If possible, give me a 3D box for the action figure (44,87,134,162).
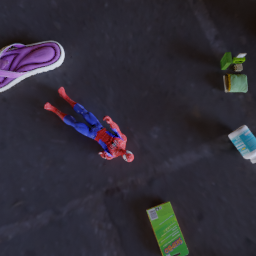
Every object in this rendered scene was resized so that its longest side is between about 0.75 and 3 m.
[{"bbox_3d":[-0.901,-0.045,6.798,2.602,1.288,0.849,37,81,5],"label":"action figure"}]

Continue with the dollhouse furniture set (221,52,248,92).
[{"bbox_3d":[2.893,-1.472,7.445,0.642,0.491,0.979,-2,78,-1],"label":"dollhouse furniture set"}]

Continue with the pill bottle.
[{"bbox_3d":[2.997,0.419,7.042,0.507,0.507,0.915,-32,79,-6],"label":"pill bottle"}]

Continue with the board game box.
[{"bbox_3d":[0.952,2.498,6.774,0.609,0.191,1.276,-19,76,-3],"label":"board game box"}]

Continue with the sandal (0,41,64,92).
[{"bbox_3d":[-3.040,-1.766,7.423,2.657,0.653,1.081,-24,79,-5],"label":"sandal"}]
